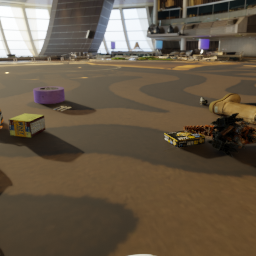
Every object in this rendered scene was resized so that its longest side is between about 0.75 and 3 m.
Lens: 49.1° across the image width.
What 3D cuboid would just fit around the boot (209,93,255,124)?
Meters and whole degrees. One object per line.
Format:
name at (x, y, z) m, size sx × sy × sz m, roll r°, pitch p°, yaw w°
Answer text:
boot at (4.674, -0.771, 11.278) m, size 1.882 × 0.711 × 2.149 m, roll -25°, pitch 26°, yaw -27°

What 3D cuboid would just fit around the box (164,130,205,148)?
box at (1.698, 0.306, 8.436) m, size 0.977 × 0.241 × 0.780 m, roll -6°, pitch 20°, yaw -20°

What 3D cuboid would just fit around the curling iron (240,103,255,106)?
curling iron at (6.126, -1.015, 12.681) m, size 2.195 × 0.281 × 0.544 m, roll 12°, pitch 21°, yaw 34°

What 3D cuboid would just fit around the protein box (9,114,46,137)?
protein box at (-3.298, -0.097, 9.203) m, size 0.800 × 0.543 × 0.805 m, roll 5°, pitch 18°, yaw 17°

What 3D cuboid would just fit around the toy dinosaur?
toy dinosaur at (2.767, 0.207, 8.019) m, size 2.174 × 1.111 × 1.476 m, roll -15°, pitch -2°, yaw 16°

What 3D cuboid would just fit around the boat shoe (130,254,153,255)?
boat shoe at (0.521, 1.814, 2.703) m, size 1.853 × 0.655 × 0.841 m, roll 4°, pitch 13°, yaw 7°

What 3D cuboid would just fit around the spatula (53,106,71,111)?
spatula at (-2.986, -0.879, 12.652) m, size 0.546 × 0.063 × 0.785 m, roll 12°, pitch 21°, yaw 18°

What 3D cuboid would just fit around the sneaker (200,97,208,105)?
sneaker at (3.712, -1.295, 13.670) m, size 0.364 × 0.267 × 0.805 m, roll 7°, pitch 22°, yaw 13°

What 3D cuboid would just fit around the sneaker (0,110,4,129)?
sneaker at (-4.777, -0.333, 9.915) m, size 0.609 × 0.601 × 1.555 m, roll -4°, pitch 19°, yaw -19°

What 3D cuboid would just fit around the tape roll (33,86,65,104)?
tape roll at (-4.020, -1.701, 14.313) m, size 1.525 × 0.648 × 1.525 m, roll 0°, pitch 18°, yaw 0°
